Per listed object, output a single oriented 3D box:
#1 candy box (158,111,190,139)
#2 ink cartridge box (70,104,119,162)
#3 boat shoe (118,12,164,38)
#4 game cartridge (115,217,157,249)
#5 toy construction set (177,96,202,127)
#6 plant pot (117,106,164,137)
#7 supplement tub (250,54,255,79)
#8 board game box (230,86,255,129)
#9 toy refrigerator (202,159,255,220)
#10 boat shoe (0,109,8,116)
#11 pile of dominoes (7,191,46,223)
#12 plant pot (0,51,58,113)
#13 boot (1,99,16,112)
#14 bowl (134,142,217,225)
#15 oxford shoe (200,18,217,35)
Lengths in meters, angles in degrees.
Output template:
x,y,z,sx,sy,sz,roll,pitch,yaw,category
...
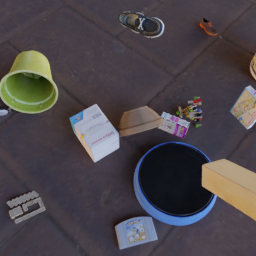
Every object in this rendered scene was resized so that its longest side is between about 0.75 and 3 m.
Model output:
x,y,z,sx,sy,sz,roll,pitch,yaw,category
1.689,-0.106,10.383,1.062,0.724,0.324,23,57,12,candy box
-1.166,0.193,9.985,1.104,1.098,1.504,-30,64,-17,ink cartridge box
0.331,-2.929,7.903,0.460,0.577,1.526,-3,23,-46,boat shoe
0.235,3.210,8.705,1.195,0.248,0.796,-12,64,-7,game cartridge
2.304,-0.676,10.581,0.855,1.113,0.928,-8,51,1,toy construction set
0.372,-0.297,9.855,1.704,1.704,0.786,-15,93,-9,plant pot
6.206,-3.065,11.024,1.915,2.652,1.915,0,59,0,supplement tub
3.785,-0.620,8.795,0.214,1.250,0.840,-27,65,-19,board game box
2.680,1.440,6.620,0.755,0.696,1.990,-11,18,-22,toy refrigerator
-5.234,-0.692,10.936,1.071,0.395,0.366,-4,72,8,boat shoe
-3.338,2.579,9.173,1.050,0.167,0.819,-21,61,-22,pile of dominoes
-3.788,-1.960,10.937,2.061,2.061,1.895,-8,49,-5,plant pot
-4.707,-1.073,11.178,0.733,0.356,0.973,14,57,7,boot
1.607,1.734,9.386,2.847,0.559,2.847,0,59,0,bowl
3.872,-4.853,13.418,0.389,0.396,1.093,-31,64,-17,oxford shoe
